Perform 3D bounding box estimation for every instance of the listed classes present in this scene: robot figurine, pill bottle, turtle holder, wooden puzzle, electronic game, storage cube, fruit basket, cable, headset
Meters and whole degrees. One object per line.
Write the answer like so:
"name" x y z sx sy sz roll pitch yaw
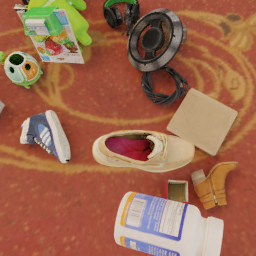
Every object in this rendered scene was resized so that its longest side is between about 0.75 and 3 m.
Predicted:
"robot figurine" -2.580 -3.966 10.509 2.337 1.541 2.664 -42 101 16
"pill bottle" 0.826 2.029 5.655 1.997 1.119 1.119 9 70 16
"turtle holder" -4.040 -2.362 10.434 1.197 1.119 1.575 -34 74 -11
"wooden puzzle" 2.675 -0.249 10.124 1.924 0.387 2.080 30 69 10
"electronic game" 0.946 -3.279 10.491 2.431 0.506 2.431 -9 76 37
"storage cube" 1.560 2.088 9.099 0.661 0.696 0.774 3 72 1
"fruit basket" -2.312 -2.668 8.406 1.654 1.785 0.837 8 46 21
"cable" 1.248 -1.694 10.599 1.527 0.476 1.872 -40 70 -4
"headset" -0.207 -4.643 11.218 1.516 1.153 2.455 -11 60 -3

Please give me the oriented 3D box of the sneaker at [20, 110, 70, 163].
"sneaker" -2.957 0.482 9.716 1.450 0.798 1.980 -22 82 8

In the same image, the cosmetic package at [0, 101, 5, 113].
"cosmetic package" -5.714 -0.928 10.050 2.041 0.891 1.055 21 72 7

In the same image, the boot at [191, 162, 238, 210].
"boot" 3.015 1.859 9.203 1.666 0.639 1.293 -17 71 -5

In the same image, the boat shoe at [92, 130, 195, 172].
"boat shoe" 0.582 0.608 7.662 2.998 1.037 1.105 0 73 -16

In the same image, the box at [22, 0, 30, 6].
"box" -3.084 -6.207 11.841 1.897 1.060 2.688 18 72 4

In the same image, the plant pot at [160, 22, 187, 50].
"plant pot" 1.713 -3.665 11.006 1.027 1.038 1.038 -8 71 -11

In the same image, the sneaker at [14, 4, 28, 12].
"sneaker" -4.429 -5.080 11.807 0.752 0.278 0.298 8 85 3
